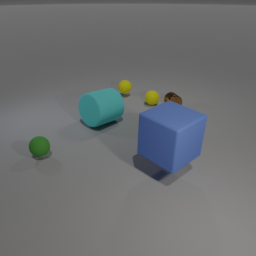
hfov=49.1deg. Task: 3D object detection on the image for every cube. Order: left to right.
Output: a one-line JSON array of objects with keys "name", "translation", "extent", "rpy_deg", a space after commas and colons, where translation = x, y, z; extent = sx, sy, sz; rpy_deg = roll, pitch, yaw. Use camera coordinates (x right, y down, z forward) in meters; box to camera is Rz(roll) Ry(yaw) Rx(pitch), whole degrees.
[{"name": "cube", "translation": [1.259, 0.208, 8.213], "extent": [1.400, 1.400, 1.400], "rpy_deg": [-25, 39, -38]}]

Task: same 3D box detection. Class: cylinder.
[{"name": "cylinder", "translation": [-1.114, -0.877, 11.769], "extent": [1.400, 1.400, 1.400], "rpy_deg": [23, 30, 37]}, {"name": "cylinder", "translation": [2.152, -1.300, 13.420], "extent": [0.700, 0.700, 0.700], "rpy_deg": [-6, 23, -11]}]

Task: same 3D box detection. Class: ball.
[{"name": "ball", "translation": [-3.014, 0.625, 9.541], "extent": [0.700, 0.700, 0.700], "rpy_deg": [0, 27, 0]}, {"name": "ball", "translation": [-0.163, -2.166, 14.730], "extent": [0.700, 0.700, 0.700], "rpy_deg": [0, 27, 0]}, {"name": "ball", "translation": [1.181, -1.497, 13.804], "extent": [0.700, 0.700, 0.700], "rpy_deg": [0, 27, 0]}]
